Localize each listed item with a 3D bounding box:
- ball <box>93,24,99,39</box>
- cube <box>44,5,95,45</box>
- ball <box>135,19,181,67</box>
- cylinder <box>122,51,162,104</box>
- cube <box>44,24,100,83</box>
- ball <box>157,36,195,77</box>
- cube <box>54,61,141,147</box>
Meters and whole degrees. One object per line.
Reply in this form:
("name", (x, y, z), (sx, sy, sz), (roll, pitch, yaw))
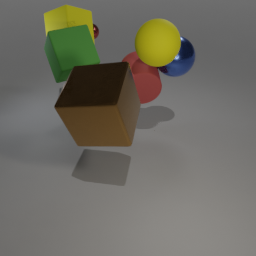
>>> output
("ball", (-1.645, -4.315, 12.545), (0.700, 0.700, 0.700), (0, 30, 0))
("cube", (-2.396, -4.047, 11.509), (1.400, 1.400, 1.400), (0, 8, 38))
("ball", (0.902, -2.591, 8.555), (1.400, 1.400, 1.400), (0, 30, 0))
("cylinder", (0.441, -1.839, 10.203), (1.400, 1.400, 1.400), (-2, 47, -4))
("cube", (-1.999, -2.578, 9.858), (1.400, 1.400, 1.400), (-20, 0, -23))
("ball", (1.635, -2.489, 9.772), (1.400, 1.400, 1.400), (0, 30, 0))
("cube", (-0.607, -0.521, 6.518), (1.400, 1.400, 1.400), (-1, 49, 17))
